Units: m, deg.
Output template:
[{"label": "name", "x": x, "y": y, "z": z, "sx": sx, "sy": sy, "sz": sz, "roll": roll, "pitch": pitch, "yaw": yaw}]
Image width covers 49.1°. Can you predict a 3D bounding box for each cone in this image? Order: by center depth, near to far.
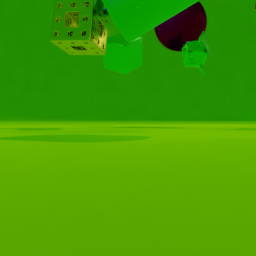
[{"label": "cone", "x": 1.545, "y": -3.468, "z": 9.438, "sx": 1.677, "sy": 1.677, "sz": 1.683, "roll": 0, "pitch": 17, "yaw": -6}]

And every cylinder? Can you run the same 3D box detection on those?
[{"label": "cylinder", "x": 0.206, "y": -1.899, "z": 3.638, "sx": 1.119, "sy": 1.119, "sz": 1.119, "roll": -28, "pitch": -5, "yaw": 12}]

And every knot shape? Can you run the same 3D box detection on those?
[{"label": "knot shape", "x": -0.523, "y": -3.404, "z": 6.877, "sx": 0.643, "sy": 1.391, "sz": 1.302, "roll": 1, "pitch": 31, "yaw": 1}]

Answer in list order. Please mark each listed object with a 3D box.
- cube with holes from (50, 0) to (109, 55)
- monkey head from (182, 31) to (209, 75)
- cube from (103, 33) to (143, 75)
[{"label": "cube with holes", "x": -1.313, "y": -2.785, "z": 7.828, "sx": 1.153, "sy": 1.153, "sz": 1.153, "roll": 4, "pitch": -3, "yaw": 16}, {"label": "monkey head", "x": 1.867, "y": -2.076, "z": 7.756, "sx": 0.726, "sy": 1.205, "sz": 0.867, "roll": -1, "pitch": 7, "yaw": 11}, {"label": "cube", "x": -0.212, "y": -2.959, "z": 11.079, "sx": 1.156, "sy": 1.156, "sz": 1.156, "roll": 23, "pitch": 43, "yaw": 32}]
